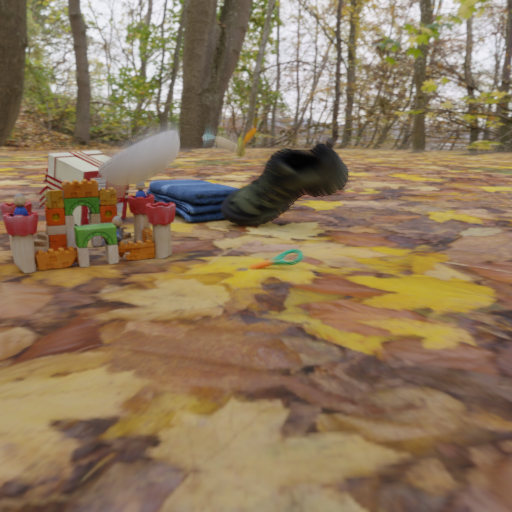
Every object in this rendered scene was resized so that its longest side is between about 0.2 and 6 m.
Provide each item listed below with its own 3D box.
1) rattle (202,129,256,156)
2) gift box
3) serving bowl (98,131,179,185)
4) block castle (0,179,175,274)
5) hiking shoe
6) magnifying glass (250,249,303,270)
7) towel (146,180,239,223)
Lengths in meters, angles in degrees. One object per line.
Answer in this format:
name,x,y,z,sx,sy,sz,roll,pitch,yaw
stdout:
rattle,-0.519,-2.234,10.329,0.838,0.599,0.546,31,22,17
gift box,-4.417,-1.657,14.305,1.704,1.825,1.684,28,23,31
serving bowl,-1.659,-1.372,8.286,1.278,0.420,1.278,-27,8,4
block castle,-3.213,-0.689,10.736,3.003,1.409,2.007,-7,15,-25
hiking shoe,0.474,-1.851,13.256,3.208,1.615,1.215,-23,53,12
magnifying glass,0.357,0.089,9.887,0.942,0.105,0.375,-16,35,5
towel,-1.703,-1.606,15.705,1.913,0.832,3.427,-7,15,-28
